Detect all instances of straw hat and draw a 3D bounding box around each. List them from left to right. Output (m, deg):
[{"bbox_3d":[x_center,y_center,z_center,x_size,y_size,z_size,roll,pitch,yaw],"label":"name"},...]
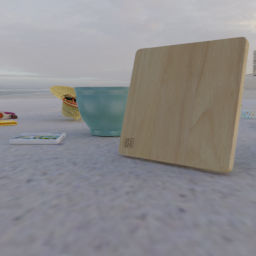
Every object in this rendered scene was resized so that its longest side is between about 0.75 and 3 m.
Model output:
[{"bbox_3d":[-2.795,-1.078,14.241,2.864,1.212,2.864,18,20,-7],"label":"straw hat"}]

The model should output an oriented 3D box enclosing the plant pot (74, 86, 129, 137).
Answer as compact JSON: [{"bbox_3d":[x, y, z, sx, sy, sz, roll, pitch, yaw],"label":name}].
[{"bbox_3d":[-0.592,-0.605,9.692,2.449,1.641,2.449,0,8,0],"label":"plant pot"}]

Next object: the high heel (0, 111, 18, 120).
[{"bbox_3d":[-6.498,-0.677,14.615,0.639,0.448,1.330,21,5,42],"label":"high heel"}]

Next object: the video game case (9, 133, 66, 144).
[{"bbox_3d":[-2.687,0.310,8.496,1.364,0.150,1.244,1,8,-2],"label":"video game case"}]

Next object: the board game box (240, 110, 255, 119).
[{"bbox_3d":[6.434,-0.729,15.098,0.809,0.424,0.417,-1,7,-12],"label":"board game box"}]

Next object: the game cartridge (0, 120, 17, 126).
[{"bbox_3d":[-5.523,-0.230,12.357,0.988,0.182,1.121,-5,10,-34],"label":"game cartridge"}]

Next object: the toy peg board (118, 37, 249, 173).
[{"bbox_3d":[1.335,-0.435,6.290,2.549,2.560,1.252,5,-9,38],"label":"toy peg board"}]
